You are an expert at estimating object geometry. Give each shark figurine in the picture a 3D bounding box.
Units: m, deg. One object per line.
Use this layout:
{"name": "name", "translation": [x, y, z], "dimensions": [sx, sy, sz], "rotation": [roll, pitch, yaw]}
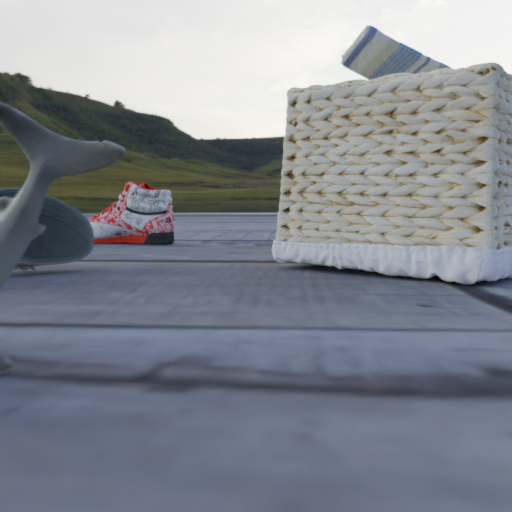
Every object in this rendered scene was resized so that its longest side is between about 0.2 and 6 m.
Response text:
{"name": "shark figurine", "translation": [-1.395, 0.177, 2.811], "dimensions": [0.771, 1.846, 1.103], "rotation": [39, -19, 12]}

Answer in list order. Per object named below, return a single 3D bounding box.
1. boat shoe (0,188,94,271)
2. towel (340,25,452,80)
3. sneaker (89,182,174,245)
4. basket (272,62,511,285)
{"name": "boat shoe", "translation": [-3.228, -0.279, 6.678], "dimensions": [2.473, 0.912, 0.793], "rotation": [0, -14, -32]}
{"name": "towel", "translation": [2.160, -2.639, 7.994], "dimensions": [1.826, 0.217, 1.341], "rotation": [23, -2, -5]}
{"name": "sneaker", "translation": [-2.856, -0.905, 11.845], "dimensions": [2.411, 1.292, 0.805], "rotation": [2, 6, 16]}
{"name": "basket", "translation": [2.166, -0.983, 7.405], "dimensions": [2.906, 2.337, 2.880], "rotation": [6, 7, 38]}
